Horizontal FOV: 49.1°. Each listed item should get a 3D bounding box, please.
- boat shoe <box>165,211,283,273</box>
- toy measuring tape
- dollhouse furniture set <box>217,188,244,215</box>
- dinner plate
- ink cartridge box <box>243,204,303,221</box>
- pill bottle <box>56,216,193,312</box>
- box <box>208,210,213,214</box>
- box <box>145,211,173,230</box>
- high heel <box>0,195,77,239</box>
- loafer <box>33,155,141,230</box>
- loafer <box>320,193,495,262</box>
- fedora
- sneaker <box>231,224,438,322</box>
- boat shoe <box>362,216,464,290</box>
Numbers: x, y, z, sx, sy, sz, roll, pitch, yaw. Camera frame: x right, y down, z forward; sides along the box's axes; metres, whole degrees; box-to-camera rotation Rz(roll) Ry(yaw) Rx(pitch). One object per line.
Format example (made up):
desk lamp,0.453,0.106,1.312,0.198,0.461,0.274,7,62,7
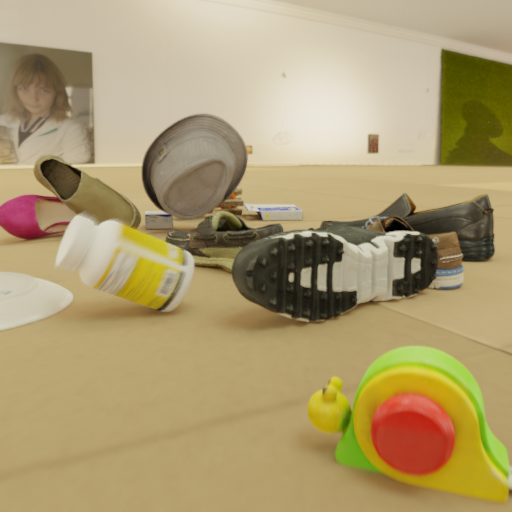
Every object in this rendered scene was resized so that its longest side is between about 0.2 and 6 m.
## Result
boat shoe,-0.461,-0.255,8.387,0.912,0.839,2.553,-11,16,-42
toy measuring tape,1.282,0.911,3.044,2.064,0.759,0.759,4,12,20
dollhouse furniture set,-0.852,-1.778,14.599,0.824,1.600,1.582,-3,-22,-7
dinner plate,-3.289,0.473,6.359,2.299,0.279,2.299,1,12,0
ink cartridge box,0.383,-1.079,13.833,1.330,0.312,1.314,-2,13,-6
pill bottle,-1.391,0.070,5.974,1.303,0.732,0.732,24,0,-27
box,-1.458,-1.520,13.450,1.058,0.964,0.551,-9,42,-44
box,-2.126,-0.783,12.234,0.592,0.338,0.644,-1,11,-10
high heel,-3.729,-0.805,11.032,1.262,0.886,2.632,-8,-5,23
loafer,-3.318,-1.145,10.847,2.316,0.881,0.781,30,-1,-8
loafer,2.446,-0.543,9.317,2.855,1.032,1.039,2,13,14
fedora,-1.191,-1.588,11.202,2.303,2.037,1.040,-37,35,12
sneaker,0.754,0.128,6.476,2.863,0.951,1.295,-4,9,-37
boat shoe,1.871,-0.146,7.909,2.262,0.819,0.817,11,16,43
